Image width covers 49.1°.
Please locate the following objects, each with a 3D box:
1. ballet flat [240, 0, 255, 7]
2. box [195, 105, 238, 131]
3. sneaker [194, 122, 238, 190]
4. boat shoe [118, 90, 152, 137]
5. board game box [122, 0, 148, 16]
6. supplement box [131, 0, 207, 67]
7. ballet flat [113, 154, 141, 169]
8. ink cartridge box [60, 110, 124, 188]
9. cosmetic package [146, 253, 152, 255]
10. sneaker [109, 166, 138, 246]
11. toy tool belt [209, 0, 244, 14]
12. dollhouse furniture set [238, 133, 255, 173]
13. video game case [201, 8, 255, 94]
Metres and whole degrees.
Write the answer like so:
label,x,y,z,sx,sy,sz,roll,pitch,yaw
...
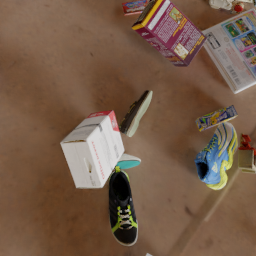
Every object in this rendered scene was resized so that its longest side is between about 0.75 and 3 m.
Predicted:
label,x,y,z,sx,sy,sz,roll,pitch,yaw
ballet flat,4.273,-5.697,11.122,2.598,0.964,0.964,36,79,11
box,3.130,-0.344,9.947,1.360,0.476,0.437,-20,77,-5
sneaker,2.879,0.804,9.220,1.230,0.886,2.341,21,74,-36
boat shoe,0.263,-0.599,9.879,0.547,0.648,1.817,26,82,20
board game box,0.308,-4.860,11.263,1.031,0.100,0.530,-11,77,-3
supplement box,1.432,-3.275,9.648,2.250,0.964,1.242,35,88,-24
ballet flat,-0.465,1.149,9.582,1.758,0.610,0.610,-14,77,-3
ink cartridge box,-0.979,0.584,8.485,0.882,2.128,1.562,-6,112,21
cosmetic package,0.636,5.214,7.976,1.473,1.059,2.610,24,88,12
sneaker,-0.250,2.506,8.951,0.898,1.037,2.505,-10,76,-3
toy tool belt,3.929,-5.131,10.927,1.392,0.869,0.856,24,79,15
dollhouse furniture set,4.788,0.839,8.845,2.354,2.380,1.226,1,72,33
video game case,4.434,-2.992,10.689,2.506,0.326,2.754,-26,77,-6
